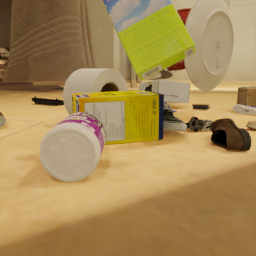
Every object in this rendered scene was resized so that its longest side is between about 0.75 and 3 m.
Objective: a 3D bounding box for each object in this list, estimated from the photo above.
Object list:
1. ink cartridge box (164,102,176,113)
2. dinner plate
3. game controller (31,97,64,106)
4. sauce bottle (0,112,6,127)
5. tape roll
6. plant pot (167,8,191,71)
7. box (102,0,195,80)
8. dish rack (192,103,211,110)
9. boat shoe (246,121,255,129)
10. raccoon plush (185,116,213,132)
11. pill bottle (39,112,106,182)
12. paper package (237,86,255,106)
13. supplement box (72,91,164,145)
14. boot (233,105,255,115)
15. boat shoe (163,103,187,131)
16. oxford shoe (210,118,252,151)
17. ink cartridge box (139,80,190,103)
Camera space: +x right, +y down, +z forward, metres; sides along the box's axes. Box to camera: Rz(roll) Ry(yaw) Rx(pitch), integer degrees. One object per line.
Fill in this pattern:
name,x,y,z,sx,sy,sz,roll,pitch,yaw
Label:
ink cartridge box,0.942,-1.030,14.110,2.449,0.575,2.420,4,11,28
dinner plate,2.610,-2.537,8.476,2.841,2.841,0.344,-11,19,-42
game controller,-4.864,-1.696,17.338,2.260,0.476,1.179,8,15,30
sauce bottle,-5.257,-0.402,11.001,0.653,0.653,2.019,-9,17,-37
tape roll,-1.250,-1.256,11.186,1.531,2.230,2.230,11,16,38
plant pot,1.912,-3.151,10.382,1.827,1.777,1.827,-13,-1,0
box,0.420,-2.563,6.735,1.482,2.430,0.579,-26,-12,9
dish rack,4.072,-1.188,15.403,0.862,0.307,1.124,8,14,28
boat shoe,5.207,-0.273,10.431,1.857,0.603,0.670,-4,13,-18
raccoon plush,2.590,-0.160,10.267,0.743,0.537,1.110,4,10,-18
pill bottle,-1.132,0.286,6.428,1.209,1.209,2.154,0,12,0
paper package,6.459,-1.545,14.723,1.337,1.274,0.692,-7,14,-24
supplement box,-0.355,-0.380,8.906,2.669,1.453,1.462,-4,13,-18
boot,5.854,-0.919,13.805,0.552,0.444,1.222,-20,30,-40
boat shoe,1.179,-0.470,10.298,0.998,0.923,2.703,9,5,-26
oxford shoe,2.798,0.128,8.342,0.837,0.720,1.982,-2,12,-4
ink cartridge box,2.040,-2.059,16.260,2.000,1.137,2.745,3,3,-20
